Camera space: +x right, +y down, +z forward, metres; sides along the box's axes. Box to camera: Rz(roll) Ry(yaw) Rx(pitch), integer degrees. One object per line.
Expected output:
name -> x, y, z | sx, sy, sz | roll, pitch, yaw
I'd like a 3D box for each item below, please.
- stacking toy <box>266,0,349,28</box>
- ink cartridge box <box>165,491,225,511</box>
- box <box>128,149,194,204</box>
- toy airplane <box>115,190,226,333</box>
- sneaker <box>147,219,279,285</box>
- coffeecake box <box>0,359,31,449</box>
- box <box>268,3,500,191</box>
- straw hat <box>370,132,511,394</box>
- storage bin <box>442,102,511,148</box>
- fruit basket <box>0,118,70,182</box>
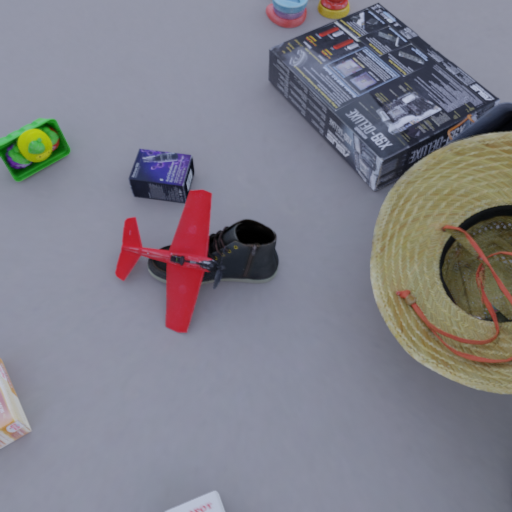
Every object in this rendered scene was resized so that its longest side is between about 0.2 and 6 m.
stacking toy -> 0.950, -5.404, 11.280 | 1.677, 0.708, 1.518 | -18, 60, -12
ink cartridge box -> -0.629, 3.307, 5.917 | 0.941, 0.531, 1.282 | -19, 60, -11
box -> -1.477, -1.257, 8.824 | 0.888, 0.463, 0.657 | 7, 59, 4
toy airplane -> -1.231, -0.019, 7.690 | 2.003, 0.368, 2.003 | -4, 83, 32
sneaker -> -0.619, -0.106, 7.784 | 1.877, 0.997, 0.702 | -2, 58, -1
coffeecake box -> -3.676, 1.967, 6.757 | 1.462, 0.534, 1.122 | -28, 62, -16
box -> 2.079, -2.854, 9.625 | 2.487, 0.785, 3.154 | -29, 62, -17
straw hat -> 3.134, 0.216, 7.270 | 3.439, 1.455, 3.439 | -7, 63, 15
storage bin -> 3.465, -1.518, 8.216 | 1.139, 1.696, 1.235 | -26, 79, -44
fruit basket -> -3.473, -1.684, 8.814 | 1.110, 0.801, 1.110 | -7, 45, 7
